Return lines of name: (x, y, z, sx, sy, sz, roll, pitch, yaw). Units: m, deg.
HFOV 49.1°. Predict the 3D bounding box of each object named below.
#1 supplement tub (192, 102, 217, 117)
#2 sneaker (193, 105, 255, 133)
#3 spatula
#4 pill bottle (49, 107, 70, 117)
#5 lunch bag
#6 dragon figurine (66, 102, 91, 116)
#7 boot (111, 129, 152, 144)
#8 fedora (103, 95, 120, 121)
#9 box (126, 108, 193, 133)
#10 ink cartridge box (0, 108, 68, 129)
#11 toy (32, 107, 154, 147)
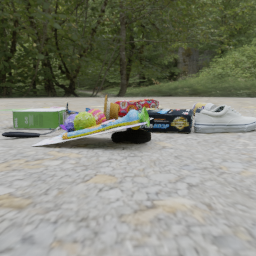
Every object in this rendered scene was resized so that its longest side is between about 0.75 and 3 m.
supplement tub: (3.719, -0.826, 13.540, 0.785, 0.785, 1.079, -6, 10, -34)
sneaker: (3.444, -0.336, 9.591, 2.549, 0.902, 0.931, -3, 9, -21)
spatula: (-2.523, 0.126, 8.599, 2.489, 0.256, 0.703, -6, 16, -26)
pill bottle: (-2.986, -0.592, 12.261, 0.660, 0.660, 1.165, -8, 11, -44)
lunch bag: (0.339, -1.116, 15.017, 2.267, 0.929, 1.997, -7, 11, -42)
dragon figurine: (-1.639, -0.357, 9.948, 1.068, 0.632, 2.148, -5, 22, -18)
boot: (0.156, 0.194, 7.777, 1.090, 0.422, 0.754, 3, 4, 14)
fedora: (-0.591, -0.518, 9.799, 0.551, 1.350, 1.350, 5, 8, -4)
box: (1.305, -0.339, 10.541, 2.199, 0.636, 2.766, 2, 8, 15)
ink cartridge box: (-3.553, -0.365, 10.565, 2.322, 0.689, 1.206, 0, 8, 2)
toy: (-0.900, -0.158, 7.506, 2.967, 0.700, 1.708, -7, 5, 14)
